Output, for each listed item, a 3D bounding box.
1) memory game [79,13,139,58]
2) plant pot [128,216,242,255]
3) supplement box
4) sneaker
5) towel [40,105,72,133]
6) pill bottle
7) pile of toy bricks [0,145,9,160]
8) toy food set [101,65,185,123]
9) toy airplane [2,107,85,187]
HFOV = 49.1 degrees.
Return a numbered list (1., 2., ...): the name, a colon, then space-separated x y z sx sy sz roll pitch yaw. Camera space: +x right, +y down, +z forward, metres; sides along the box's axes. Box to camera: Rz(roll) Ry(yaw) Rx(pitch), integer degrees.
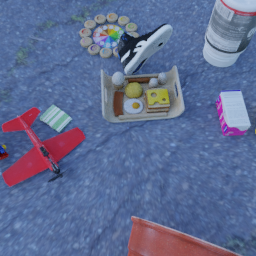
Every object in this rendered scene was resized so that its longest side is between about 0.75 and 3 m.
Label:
1. memory game: -0.767 -3.837 11.478 2.505 0.160 2.505 0 62 0
2. plant pot: 0.941 3.776 6.137 2.837 2.837 2.759 18 72 9
3. supplement box: 3.494 -0.508 9.393 0.722 0.707 1.397 -4 62 -2
4. sneaker: 0.391 -3.097 9.864 0.867 2.374 1.328 -12 68 -48
5. towel: -2.477 -0.324 9.641 0.941 0.110 0.717 33 66 17
6. pill bottle: 3.648 -3.571 9.826 1.599 2.808 1.599 0 62 0
7. pile of toy bricks: -5.161 0.441 8.761 2.550 1.415 1.259 41 108 8
8. toy food set: 0.460 -1.297 9.736 2.750 0.831 1.973 -4 62 -2
9. toy airplane: -2.851 0.451 8.916 2.859 0.526 2.859 2 62 -4
